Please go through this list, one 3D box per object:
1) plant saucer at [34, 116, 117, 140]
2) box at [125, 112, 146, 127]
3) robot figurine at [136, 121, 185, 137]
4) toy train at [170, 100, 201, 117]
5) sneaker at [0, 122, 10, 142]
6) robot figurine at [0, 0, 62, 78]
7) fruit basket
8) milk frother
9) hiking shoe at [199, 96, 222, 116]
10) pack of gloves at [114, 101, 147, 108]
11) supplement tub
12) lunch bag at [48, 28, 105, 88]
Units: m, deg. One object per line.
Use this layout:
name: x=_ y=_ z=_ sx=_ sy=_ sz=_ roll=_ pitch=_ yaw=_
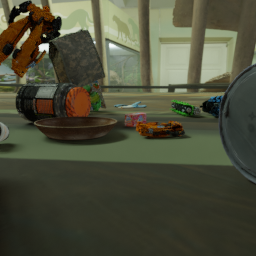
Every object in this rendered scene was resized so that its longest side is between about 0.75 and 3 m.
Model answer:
plant saucer: x=-1.379 y=-0.006 z=7.542 sx=2.176 sy=0.398 sz=2.176 roll=0 pitch=8 yaw=0
box: x=0.261 y=-0.289 z=9.311 sx=0.372 sy=0.403 sz=0.786 roll=6 pitch=10 yaw=34
robot figurine: x=0.882 y=0.021 z=7.438 sx=1.257 sy=0.366 sz=0.912 roll=-1 pitch=11 yaw=-9
toy train: x=2.584 y=-0.906 z=12.878 sx=0.796 sy=0.589 sz=2.823 roll=10 pitch=8 yaw=-6
sneaker: x=-3.668 y=0.115 z=6.252 sx=2.045 sy=0.754 sz=0.818 roll=5 pitch=-4 yaw=2
robot figurine: x=-3.739 y=-3.379 z=10.400 sx=2.061 sy=2.843 sz=0.828 roll=30 pitch=-14 yaw=3
fruit basket: x=-2.093 y=-1.706 z=13.848 sx=1.818 sy=0.920 sz=1.963 roll=9 pitch=-33 yaw=19
milk frother: x=3.181 y=-0.651 z=3.691 sx=2.718 sy=2.889 sz=2.608 roll=-5 pitch=13 yaw=-29
hiking shoe: x=3.836 y=-0.814 z=11.180 sx=1.261 sy=1.082 sz=2.908 roll=-6 pitch=-1 yaw=0
pack of gloves: x=0.127 y=-1.424 z=16.750 sx=1.787 sy=0.353 sz=1.501 roll=-4 pitch=11 yaw=-28
supplement tub: x=-2.522 y=-0.837 z=9.535 sx=2.300 sy=1.409 sz=1.409 roll=5 pitch=10 yaw=26
lunch bag: x=-1.957 y=-2.552 z=10.400 sx=1.592 sy=1.942 sz=1.142 roll=-31 pitch=29 yaw=-32
